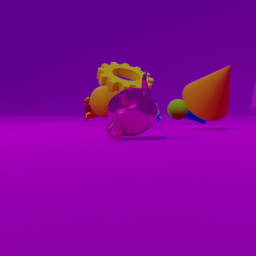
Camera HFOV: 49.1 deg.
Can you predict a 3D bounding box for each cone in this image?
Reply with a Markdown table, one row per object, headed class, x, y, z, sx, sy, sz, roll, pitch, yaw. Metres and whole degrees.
| class | x | y | z | sx | sy | sz | roll | pitch | yaw |
| --- | --- | --- | --- | --- | --- | --- | --- | --- | --- |
| cone | 2.107 | -1.028 | 6.620 | 1.250 | 1.250 | 1.255 | -1 | -33 | -15 |

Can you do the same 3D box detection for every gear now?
| class | x | y | z | sx | sy | sz | roll | pitch | yaw |
| --- | --- | --- | --- | --- | --- | --- | --- | --- | --- |
| gear | -0.083 | -1.501 | 8.524 | 1.670 | 0.309 | 1.670 | 10 | 34 | -7 |

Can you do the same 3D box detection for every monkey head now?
| class | x | y | z | sx | sy | sz | roll | pitch | yaw |
| --- | --- | --- | --- | --- | --- | --- | --- | --- | --- |
| monkey head | -1.382 | -0.797 | 11.008 | 0.681 | 1.130 | 0.813 | 40 | -16 | 38 |

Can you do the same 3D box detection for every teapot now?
| class | x | y | z | sx | sy | sz | roll | pitch | yaw |
| --- | --- | --- | --- | --- | --- | --- | --- | --- | --- |
| teapot | 0.050 | -0.304 | 4.044 | 0.754 | 0.593 | 1.212 | 8 | 51 | 38 |

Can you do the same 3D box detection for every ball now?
| class | x | y | z | sx | sy | sz | roll | pitch | yaw |
| --- | --- | --- | --- | --- | --- | --- | --- | --- | --- |
| ball | -0.787 | -0.934 | 9.919 | 1.122 | 1.122 | 1.122 | 0 | 3 | 0 |
| ball | 1.875 | -0.691 | 10.515 | 0.771 | 0.771 | 0.771 | 0 | 3 | 0 |

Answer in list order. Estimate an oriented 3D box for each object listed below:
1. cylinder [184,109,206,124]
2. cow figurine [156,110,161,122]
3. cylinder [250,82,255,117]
| class | x | y | z | sx | sy | sz | roll | pitch | yaw |
| --- | --- | --- | --- | --- | --- | --- | --- | --- | --- |
| cylinder | 2.759 | -0.757 | 11.302 | 0.967 | 0.967 | 0.967 | 16 | 6 | 12 |
| cow figurine | 0.305 | -0.353 | 7.150 | 0.965 | 0.950 | 0.530 | -44 | -5 | -14 |
| cylinder | 4.596 | -0.944 | 8.964 | 1.118 | 1.118 | 1.118 | 17 | -18 | 6 |
